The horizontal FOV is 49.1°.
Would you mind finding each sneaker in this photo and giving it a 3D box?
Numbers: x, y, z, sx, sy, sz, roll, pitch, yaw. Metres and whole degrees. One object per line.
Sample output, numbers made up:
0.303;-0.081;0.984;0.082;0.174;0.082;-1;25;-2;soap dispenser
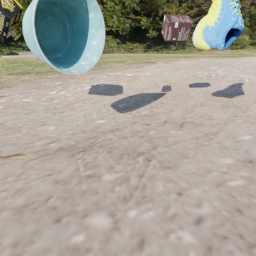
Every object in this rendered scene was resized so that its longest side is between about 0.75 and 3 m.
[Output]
3.048;-3.424;8.340;1.350;2.570;0.973;33;14;37;sneaker

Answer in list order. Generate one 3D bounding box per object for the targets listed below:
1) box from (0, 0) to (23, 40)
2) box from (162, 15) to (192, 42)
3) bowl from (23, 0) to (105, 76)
-3.964;-3.679;7.661;0.541;2.194;1.752;-48;18;-20;box
1.810;-3.724;10.465;0.901;0.747;0.740;-2;43;-7;box
-1.721;-2.426;7.006;1.138;2.177;2.177;10;20;38;bowl
